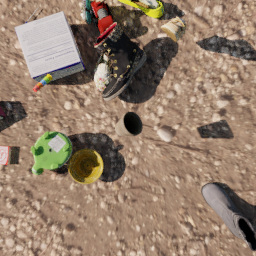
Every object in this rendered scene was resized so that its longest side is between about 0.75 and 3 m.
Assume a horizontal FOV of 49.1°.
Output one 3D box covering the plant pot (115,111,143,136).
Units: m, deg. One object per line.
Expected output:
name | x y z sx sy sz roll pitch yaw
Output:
plant pot | -0.042 -0.056 9.320 0.821 0.712 0.821 16 64 -35

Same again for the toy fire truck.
toy fire truck | -0.892 -4.633 11.187 1.078 1.676 1.475 -21 85 -1

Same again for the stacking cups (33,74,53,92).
stacking cups | -3.038 -1.592 9.927 0.248 0.248 0.819 37 54 3

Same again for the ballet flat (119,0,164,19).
ballet flat | 0.425 -5.447 11.689 2.446 0.820 0.817 30 86 3

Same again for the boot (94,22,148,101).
boot | -0.573 -2.564 10.921 2.603 0.952 1.960 -51 124 -7

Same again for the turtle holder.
turtle holder | -2.921 1.044 10.916 1.397 1.305 1.838 12 86 0

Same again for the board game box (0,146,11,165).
board game box | -5.327 1.100 11.448 0.989 0.229 0.749 2 85 0

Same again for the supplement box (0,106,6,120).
supplement box | -5.876 -0.491 11.384 1.420 0.608 0.784 -30 86 -2

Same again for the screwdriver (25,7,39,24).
screwdriver | -4.234 -4.631 11.925 0.199 0.191 1.366 33 89 -27

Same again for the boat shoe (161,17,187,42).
boat shoe | 1.725 -3.615 10.096 0.783 2.125 0.735 40 108 -2

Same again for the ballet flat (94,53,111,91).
ballet flat | -0.927 -2.721 11.508 0.881 0.745 2.330 12 86 4

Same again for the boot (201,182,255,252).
boot | 3.915 3.203 10.530 0.908 1.712 2.601 -40 87 -2

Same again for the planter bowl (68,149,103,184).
planter bowl | -1.653 1.524 11.243 1.383 0.576 1.383 0 85 0

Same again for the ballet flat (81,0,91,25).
ballet flat | -1.801 -4.932 11.905 0.437 0.437 1.215 -2 85 0

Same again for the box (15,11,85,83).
box | -3.093 -3.184 11.328 2.026 1.156 2.203 -19 85 -2
